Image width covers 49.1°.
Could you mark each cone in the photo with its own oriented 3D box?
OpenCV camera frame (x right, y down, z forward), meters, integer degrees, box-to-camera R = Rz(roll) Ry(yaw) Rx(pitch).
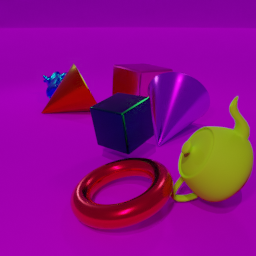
[{"bbox_3d":[-1.845,-0.817,8.151,1.552,1.546,1.546,-30,26,-3],"label":"cone"},{"bbox_3d":[0.940,-0.179,6.474,1.578,1.578,1.584,10,51,23],"label":"cone"}]

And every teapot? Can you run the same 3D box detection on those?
[{"bbox_3d":[1.181,0.398,3.946,0.858,1.753,1.090,27,20,-14],"label":"teapot"}]

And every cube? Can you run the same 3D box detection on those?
[{"bbox_3d":[0.389,-1.163,8.193,1.248,1.248,1.248,-12,25,-37],"label":"cube"},{"bbox_3d":[-0.094,-0.115,5.223,0.806,0.806,0.806,14,34,38],"label":"cube"}]

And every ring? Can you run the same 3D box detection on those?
[{"bbox_3d":[-0.096,0.876,4.050,1.506,0.301,1.506,-13,20,5],"label":"ring"}]

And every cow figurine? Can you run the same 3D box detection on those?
[{"bbox_3d":[-2.485,-1.419,9.621,1.415,0.789,1.438,-9,39,29],"label":"cow figurine"}]
